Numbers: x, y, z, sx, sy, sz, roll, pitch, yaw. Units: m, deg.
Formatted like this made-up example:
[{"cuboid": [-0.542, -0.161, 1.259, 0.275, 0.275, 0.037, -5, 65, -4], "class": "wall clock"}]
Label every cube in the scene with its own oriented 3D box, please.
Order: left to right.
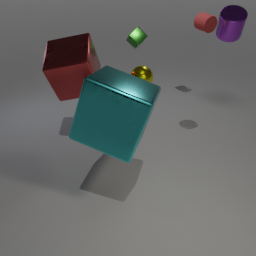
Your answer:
[{"cuboid": [-1.702, -1.902, 8.851, 1.400, 1.400, 1.400, -9, 53, 6], "class": "cube"}, {"cuboid": [-0.241, -0.359, 6.079, 1.400, 1.400, 1.400, 22, 25, 4], "class": "cube"}, {"cuboid": [0.443, -4.620, 14.384, 0.700, 0.700, 0.700, -49, 8, -10], "class": "cube"}]

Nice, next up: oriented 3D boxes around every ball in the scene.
[{"cuboid": [0.422, -1.555, 8.564, 0.700, 0.700, 0.700, 0, 29, 0], "class": "ball"}]

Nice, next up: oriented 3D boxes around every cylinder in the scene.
[{"cuboid": [3.265, -4.439, 11.801, 0.700, 0.700, 0.700, -14, 37, -24], "class": "cylinder"}, {"cuboid": [2.808, -2.838, 7.635, 0.700, 0.700, 0.700, -2, 60, 4], "class": "cylinder"}]
